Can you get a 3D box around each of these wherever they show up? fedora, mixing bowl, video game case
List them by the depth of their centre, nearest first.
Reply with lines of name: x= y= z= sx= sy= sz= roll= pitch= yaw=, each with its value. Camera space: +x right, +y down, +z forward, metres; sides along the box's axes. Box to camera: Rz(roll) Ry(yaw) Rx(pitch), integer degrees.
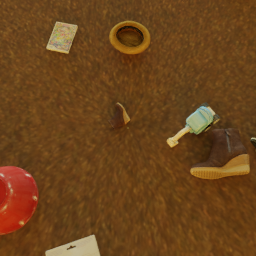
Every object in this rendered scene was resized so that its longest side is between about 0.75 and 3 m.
mixing bowl: x=-3.666 y=1.924 z=7.886 sx=1.997 sy=1.081 sz=1.997 roll=0 pitch=68 yaw=-1
fedora: x=0.068 y=-3.137 z=10.094 sx=1.501 sy=0.612 sz=1.501 roll=-1 pitch=68 yaw=1
video game case: x=-2.439 y=-3.365 z=10.394 sx=0.839 sy=0.106 sz=1.172 roll=13 pitch=74 yaw=7

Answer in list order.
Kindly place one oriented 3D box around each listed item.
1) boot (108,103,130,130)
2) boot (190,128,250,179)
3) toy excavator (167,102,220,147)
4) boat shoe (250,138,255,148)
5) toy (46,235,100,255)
boot: x=-0.377 y=-0.399 z=9.204 sx=0.648 sy=0.282 sz=0.779 roll=-29 pitch=75 yaw=-12
boot: x=2.748 y=0.759 z=8.693 sx=1.822 sy=0.659 sz=1.516 roll=-3 pitch=57 yaw=0
toy excavator: x=1.973 y=-0.050 z=8.784 sx=1.398 sy=1.359 sz=0.698 roll=-22 pitch=68 yaw=-38
boat shoe: x=4.163 y=0.681 z=8.764 sx=0.300 sy=0.318 sz=0.886 roll=-35 pitch=75 yaw=-17
toy: x=-1.185 y=4.184 z=7.284 sx=1.343 sy=0.551 sz=2.333 roll=-16 pitch=69 yaw=-9
